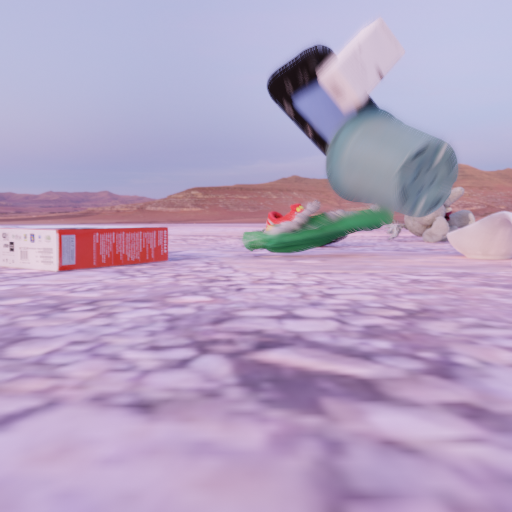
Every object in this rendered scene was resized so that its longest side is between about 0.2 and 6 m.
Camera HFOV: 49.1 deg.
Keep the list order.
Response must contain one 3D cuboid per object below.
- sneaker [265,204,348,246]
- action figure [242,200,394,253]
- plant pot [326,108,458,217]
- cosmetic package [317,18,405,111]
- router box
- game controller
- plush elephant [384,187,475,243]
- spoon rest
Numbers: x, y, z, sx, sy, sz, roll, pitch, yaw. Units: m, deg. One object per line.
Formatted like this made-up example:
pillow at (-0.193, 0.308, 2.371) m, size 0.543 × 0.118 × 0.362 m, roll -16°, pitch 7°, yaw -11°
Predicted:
sneaker at (0.972, -0.659, 11.918) m, size 2.147 × 0.912 × 0.827 m, roll 4°, pitch 6°, yaw 44°
action figure at (0.888, -0.445, 8.784) m, size 2.246 × 0.614 × 1.327 m, roll -13°, pitch -15°, yaw -6°
plant pot at (1.570, -1.008, 6.332) m, size 1.146 × 1.146 × 1.122 m, roll -2°, pitch 22°, yaw -27°
cosmetic package at (1.175, -2.123, 6.207) m, size 0.991 × 0.504 × 0.367 m, roll -51°, pitch 18°, yaw -22°
router box at (-2.571, -0.153, 7.655) m, size 2.049 × 0.501 × 1.839 m, roll 3°, pitch 5°, yaw 34°
game controller at (0.971, -1.753, 6.929) m, size 0.946 × 0.382 × 1.813 m, roll -30°, pitch -53°, yaw 30°
plush elephant at (4.317, -1.177, 13.749) m, size 2.232 × 1.838 × 1.728 m, roll -29°, pitch -6°, yaw -8°
spoon rest at (3.481, -0.274, 7.920) m, size 1.198 × 0.731 × 2.411 m, roll 0°, pitch 5°, yaw 5°
